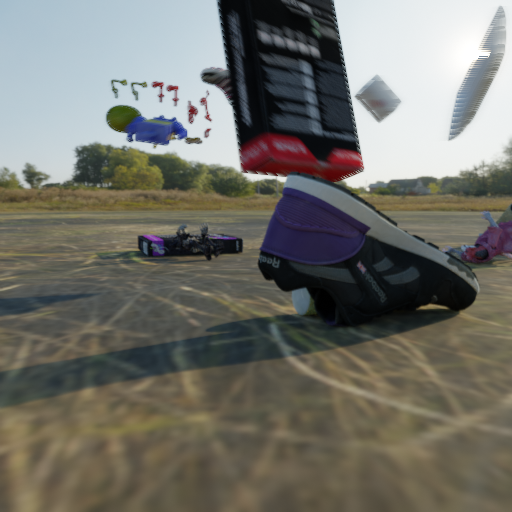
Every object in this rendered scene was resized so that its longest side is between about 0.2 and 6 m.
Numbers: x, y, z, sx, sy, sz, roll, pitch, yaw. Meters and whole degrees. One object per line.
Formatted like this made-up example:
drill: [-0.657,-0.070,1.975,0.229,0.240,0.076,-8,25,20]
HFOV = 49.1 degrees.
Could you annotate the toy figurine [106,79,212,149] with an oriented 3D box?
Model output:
toy figurine: [-2.034,-2.617,10.692,2.203,1.162,1.320,11,29,4]

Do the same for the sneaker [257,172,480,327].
sneaker: [0.997,0.205,5.089,2.364,1.035,0.895,25,-2,-28]

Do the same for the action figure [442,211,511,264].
action figure: [3.983,-0.106,9.595,1.469,1.094,0.984,-23,-23,-43]

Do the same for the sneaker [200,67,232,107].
sneaker: [-0.511,-3.641,12.458,1.827,0.799,0.674,22,12,18]

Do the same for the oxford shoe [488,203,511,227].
oxford shoe: [5.722,-0.667,12.137,0.987,1.048,2.802,0,6,2]

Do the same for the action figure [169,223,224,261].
action figure: [-1.124,-0.323,10.289,1.163,0.593,0.691,22,28,40]

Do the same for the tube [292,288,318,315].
tube: [1.017,0.406,5.528,1.351,0.392,0.351,0,-32,-26]

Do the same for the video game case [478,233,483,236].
video game case: [7.019,-0.590,16.068,0.818,0.099,0.898,-4,7,-34]

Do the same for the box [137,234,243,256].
box: [-1.376,-0.239,11.504,1.927,0.348,1.378,-3,7,-19]

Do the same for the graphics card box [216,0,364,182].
graphics card box: [0.475,-2.526,7.914,1.811,2.887,0.734,-2,-11,-38]

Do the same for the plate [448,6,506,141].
plate: [4.031,-3.248,10.084,0.306,1.891,1.887,21,48,7]

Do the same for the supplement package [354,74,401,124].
supplement package: [2.968,-3.819,13.646,0.560,0.924,0.553,-35,13,52]
